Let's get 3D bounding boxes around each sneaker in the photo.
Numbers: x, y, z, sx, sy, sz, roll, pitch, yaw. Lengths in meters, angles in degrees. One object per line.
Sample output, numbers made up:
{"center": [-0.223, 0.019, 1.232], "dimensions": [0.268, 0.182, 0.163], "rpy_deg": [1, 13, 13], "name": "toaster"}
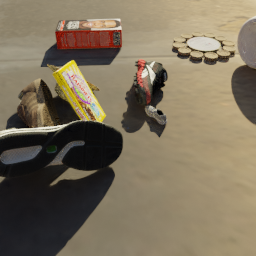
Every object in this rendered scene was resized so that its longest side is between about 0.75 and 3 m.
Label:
{"center": [0.812, -0.452, 7.887], "dimensions": [0.312, 0.343, 0.836], "rpy_deg": [-28, 48, -29], "name": "sneaker"}
{"center": [-1.651, 0.271, 6.208], "dimensions": [2.939, 1.109, 1.691], "rpy_deg": [-2, 10, -35], "name": "sneaker"}
{"center": [0.719, -1.480, 8.740], "dimensions": [1.076, 0.779, 2.203], "rpy_deg": [1, 39, 4], "name": "sneaker"}
{"center": [-2.467, -0.311, 7.557], "dimensions": [0.929, 0.867, 2.461], "rpy_deg": [-29, 45, 7], "name": "sneaker"}

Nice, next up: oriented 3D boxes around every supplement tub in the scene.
{"center": [5.420, -3.207, 9.969], "dimensions": [2.498, 1.807, 1.807], "rpy_deg": [-18, 44, -21], "name": "supplement tub"}

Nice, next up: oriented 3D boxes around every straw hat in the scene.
{"center": [-1.769, -1.181, 8.404], "dimensions": [1.714, 1.714, 0.725], "rpy_deg": [23, 87, 25], "name": "straw hat"}

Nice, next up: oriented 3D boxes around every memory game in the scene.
{"center": [3.073, -3.370, 11.432], "dimensions": [2.574, 0.164, 2.574], "rpy_deg": [-1, 41, 0], "name": "memory game"}

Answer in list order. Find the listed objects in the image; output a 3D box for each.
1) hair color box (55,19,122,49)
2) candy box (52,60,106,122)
{"center": [-1.573, -3.886, 11.539], "dimensions": [2.601, 0.796, 1.320], "rpy_deg": [-3, 40, -4], "name": "hair color box"}
{"center": [-1.197, -0.804, 7.209], "dimensions": [0.231, 1.750, 0.895], "rpy_deg": [-19, 23, 25], "name": "candy box"}
